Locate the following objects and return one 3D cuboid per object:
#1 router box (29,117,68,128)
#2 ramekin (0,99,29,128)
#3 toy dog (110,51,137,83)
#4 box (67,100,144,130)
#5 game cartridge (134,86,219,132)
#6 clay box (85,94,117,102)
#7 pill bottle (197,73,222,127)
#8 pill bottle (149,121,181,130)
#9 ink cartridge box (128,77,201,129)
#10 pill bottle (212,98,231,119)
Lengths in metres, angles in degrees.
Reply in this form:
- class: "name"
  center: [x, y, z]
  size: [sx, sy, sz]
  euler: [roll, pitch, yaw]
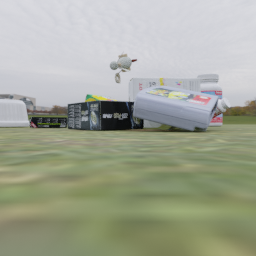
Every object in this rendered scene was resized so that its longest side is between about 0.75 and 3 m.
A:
- class: "router box"
  center: [-2.984, -0.201, 10.455]
  size: [1.299, 0.403, 0.973]
  euler: [0, 1, -22]
- class: "ramekin"
  center: [-5.635, -0.617, 12.258]
  size: [2.520, 1.174, 2.520]
  euler: [-1, 2, 0]
- class: "toy dog"
  center: [-0.106, -2.350, 10.243]
  size: [0.701, 0.960, 1.455]
  euler: [-11, 35, 21]
- class: "box"
  center: [-0.625, -0.316, 7.467]
  size: [1.377, 0.724, 1.682]
  euler: [-1, 1, -39]
- class: "game cartridge"
  center: [1.155, -0.565, 6.611]
  size: [1.732, 0.532, 2.603]
  euler: [10, 17, 19]
- class: "clay box"
  center: [-0.633, -0.800, 11.874]
  size: [2.720, 0.647, 1.563]
  euler: [28, 16, 31]
- class: "pill bottle"
  center: [4.244, -1.437, 14.889]
  size: [1.490, 2.739, 1.490]
  euler: [-1, 2, 0]
- class: "pill bottle"
  center: [1.165, -0.298, 7.760]
  size: [1.224, 0.697, 0.697]
  euler: [-1, 2, -44]
- class: "ink cartridge box"
  center: [1.129, -0.763, 8.877]
  size: [2.170, 1.577, 0.950]
  euler: [0, 1, -7]
- class: "pill bottle"
  center: [3.177, -0.698, 10.096]
  size: [0.521, 0.521, 0.928]
  euler: [-1, -25, -48]
